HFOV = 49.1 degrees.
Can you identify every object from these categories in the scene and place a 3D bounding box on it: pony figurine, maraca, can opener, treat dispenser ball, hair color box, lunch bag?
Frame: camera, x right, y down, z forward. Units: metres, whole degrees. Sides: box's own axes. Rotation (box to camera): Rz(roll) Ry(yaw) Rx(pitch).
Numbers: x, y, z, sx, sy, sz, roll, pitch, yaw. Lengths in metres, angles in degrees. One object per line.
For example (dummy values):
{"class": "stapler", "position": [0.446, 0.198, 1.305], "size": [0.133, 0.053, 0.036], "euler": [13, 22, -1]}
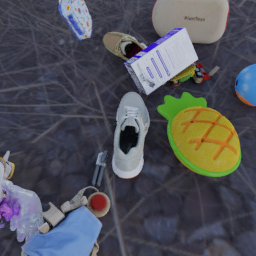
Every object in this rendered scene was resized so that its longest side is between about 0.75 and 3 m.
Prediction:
{"class": "pony figurine", "position": [-3.223, 1.557, 6.703], "size": [2.225, 2.672, 2.580], "euler": [-1, 72, -10]}
{"class": "maraca", "position": [1.998, 0.080, 7.974], "size": [1.995, 1.557, 2.910], "euler": [-10, 55, -22]}
{"class": "can opener", "position": [-0.812, 1.137, 8.017], "size": [0.278, 0.351, 1.057], "euler": [10, 62, 5]}
{"class": "treat dispenser ball", "position": [4.194, -1.387, 9.059], "size": [1.370, 1.370, 1.370], "euler": [0, 56, 0]}
{"class": "hair color box", "position": [1.122, -2.244, 9.384], "size": [2.210, 1.208, 0.716], "euler": [-36, 27, -9]}
{"class": "lunch bag", "position": [-1.261, -2.729, 6.751], "size": [0.420, 1.111, 0.890], "euler": [-10, 61, 19]}

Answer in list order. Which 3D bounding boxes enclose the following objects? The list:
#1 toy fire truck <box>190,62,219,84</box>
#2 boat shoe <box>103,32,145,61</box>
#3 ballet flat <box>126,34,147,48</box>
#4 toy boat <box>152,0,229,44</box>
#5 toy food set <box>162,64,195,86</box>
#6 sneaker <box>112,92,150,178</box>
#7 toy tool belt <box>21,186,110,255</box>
{"class": "toy fire truck", "position": [2.699, -2.042, 10.029], "size": [0.893, 0.575, 0.786], "euler": [-8, 55, -19]}
{"class": "boat shoe", "position": [0.006, -2.935, 10.243], "size": [2.402, 0.797, 0.889], "euler": [30, 101, 18]}
{"class": "ballet flat", "position": [0.363, -3.125, 10.749], "size": [1.475, 0.460, 0.498], "euler": [36, 63, 21]}
{"class": "toy boat", "position": [2.395, -4.447, 11.107], "size": [2.877, 1.877, 1.880], "euler": [5, 26, 3]}
{"class": "toy food set", "position": [1.792, -1.801, 9.854], "size": [1.280, 0.418, 0.753], "euler": [-22, 38, 11]}
{"class": "sneaker", "position": [0.130, -0.080, 8.208], "size": [1.095, 1.330, 2.892], "euler": [2, 56, 1]}
{"class": "toy tool belt", "position": [-1.300, 2.385, 6.341], "size": [1.639, 1.613, 2.625], "euler": [40, 64, 11]}
